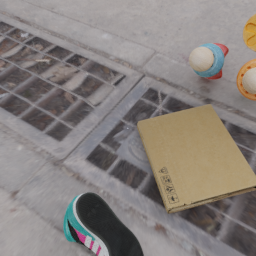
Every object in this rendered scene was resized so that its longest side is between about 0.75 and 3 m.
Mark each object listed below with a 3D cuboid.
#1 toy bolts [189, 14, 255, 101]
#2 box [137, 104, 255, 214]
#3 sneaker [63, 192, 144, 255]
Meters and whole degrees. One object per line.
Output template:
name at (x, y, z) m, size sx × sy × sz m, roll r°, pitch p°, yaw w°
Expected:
toy bolts at (2.944, -2.038, 7.632) m, size 2.512 × 2.400 × 1.742 m, roll 13°, pitch 16°, yaw 30°
box at (1.579, 0.595, 6.892) m, size 2.153 × 0.280 × 2.633 m, roll -14°, pitch 49°, yaw -5°
sneaker at (-0.569, 2.167, 5.466) m, size 0.842 × 1.215 × 2.013 m, roll -36°, pitch 96°, yaw -34°
